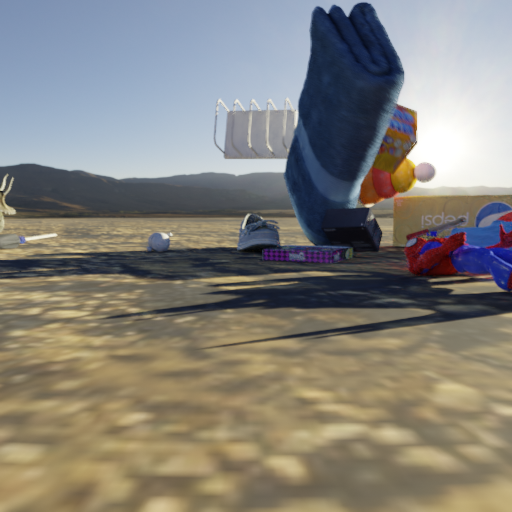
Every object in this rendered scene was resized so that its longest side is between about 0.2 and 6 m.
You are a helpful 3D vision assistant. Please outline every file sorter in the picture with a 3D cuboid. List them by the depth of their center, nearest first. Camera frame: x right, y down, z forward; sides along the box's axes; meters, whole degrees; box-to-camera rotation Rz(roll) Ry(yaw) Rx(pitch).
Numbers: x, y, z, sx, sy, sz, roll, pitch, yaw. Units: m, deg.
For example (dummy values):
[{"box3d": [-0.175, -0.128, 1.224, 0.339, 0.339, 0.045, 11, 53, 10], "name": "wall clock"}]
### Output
[{"box3d": [-0.014, -2.902, 12.707, 1.681, 1.166, 1.046, 3, -7, 14], "name": "file sorter"}]

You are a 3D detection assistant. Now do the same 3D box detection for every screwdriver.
[{"box3d": [-5.263, -0.418, 13.004, 0.374, 0.358, 2.568, -30, 1, 16], "name": "screwdriver"}]

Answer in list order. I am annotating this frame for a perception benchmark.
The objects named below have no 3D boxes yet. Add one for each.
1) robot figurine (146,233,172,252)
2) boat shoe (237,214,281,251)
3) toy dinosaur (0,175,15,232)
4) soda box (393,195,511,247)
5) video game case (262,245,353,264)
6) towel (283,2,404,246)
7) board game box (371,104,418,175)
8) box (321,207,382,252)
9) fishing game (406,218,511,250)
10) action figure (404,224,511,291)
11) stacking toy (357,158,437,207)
[{"box3d": [-2.006, -0.281, 11.564, 0.591, 0.394, 0.697, -41, 18, -16], "name": "robot figurine"}, {"box3d": [0.019, -0.499, 11.931, 0.877, 0.763, 2.379, 0, 5, -5], "name": "boat shoe"}, {"box3d": [-5.834, -0.591, 11.881, 1.257, 0.946, 2.458, -26, -14, -43], "name": "toy dinosaur"}, {"box3d": [4.732, -0.718, 12.022, 3.482, 1.179, 1.115, 4, 7, 42], "name": "soda box"}, {"box3d": [0.915, -0.040, 9.743, 1.256, 0.225, 1.138, 2, 6, 27], "name": "video game case"}, {"box3d": [1.425, -2.272, 10.783, 1.076, 2.476, 4.435, -5, -36, -13], "name": "towel"}, {"box3d": [2.605, -2.449, 11.411, 0.974, 0.975, 0.975, 17, -35, -10], "name": "board game box"}, {"box3d": [1.761, -0.468, 10.258, 0.869, 0.453, 0.791, 0, -33, 32], "name": "box"}, {"box3d": [4.275, -0.206, 9.342, 2.275, 0.494, 3.177, -17, 18, -32], "name": "fishing game"}, {"box3d": [2.690, 0.012, 6.766, 0.964, 0.762, 2.948, -4, 3, -19], "name": "action figure"}, {"box3d": [3.131, -1.773, 12.456, 1.841, 1.345, 1.345, 2, 5, 39], "name": "stacking toy"}]
